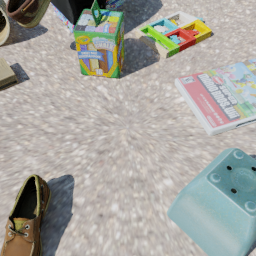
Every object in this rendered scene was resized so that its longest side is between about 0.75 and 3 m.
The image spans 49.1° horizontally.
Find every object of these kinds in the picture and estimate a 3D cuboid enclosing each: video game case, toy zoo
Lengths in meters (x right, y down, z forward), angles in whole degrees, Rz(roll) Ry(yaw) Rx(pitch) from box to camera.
[{"bbox_3d":[2.956,-0.953,7.596,2.806,0.245,2.006,-16,53,-12],"label":"video game case"},{"bbox_3d":[1.660,-3.255,9.408,2.398,0.245,1.573,-30,58,-21],"label":"toy zoo"}]

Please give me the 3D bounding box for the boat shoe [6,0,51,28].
[{"bbox_3d":[-2.268,-3.963,7.049,1.009,1.007,2.797,32,97,9],"label":"boat shoe"}]

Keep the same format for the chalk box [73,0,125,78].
[{"bbox_3d":[-0.739,-2.503,7.766,1.170,1.887,1.178,7,52,6],"label":"chalk box"}]

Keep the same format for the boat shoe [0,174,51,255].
[{"bbox_3d":[-1.937,1.831,5.105,0.737,0.696,2.047,-1,52,-1],"label":"boat shoe"}]

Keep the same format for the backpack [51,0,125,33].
[{"bbox_3d":[-1.227,-4.715,9.593,2.609,1.755,2.382,-29,57,-20],"label":"backpack"}]

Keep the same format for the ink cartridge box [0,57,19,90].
[{"bbox_3d":[-3.696,-1.507,7.957,0.789,0.360,0.957,-30,57,-20],"label":"ink cartridge box"}]

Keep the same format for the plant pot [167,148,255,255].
[{"bbox_3d":[1.815,1.276,4.988,1.552,1.585,1.556,-36,60,-24],"label":"plant pot"}]

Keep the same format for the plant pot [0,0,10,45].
[{"bbox_3d":[-4.544,-3.646,9.042,1.612,1.612,1.476,-6,41,-5],"label":"plant pot"}]
